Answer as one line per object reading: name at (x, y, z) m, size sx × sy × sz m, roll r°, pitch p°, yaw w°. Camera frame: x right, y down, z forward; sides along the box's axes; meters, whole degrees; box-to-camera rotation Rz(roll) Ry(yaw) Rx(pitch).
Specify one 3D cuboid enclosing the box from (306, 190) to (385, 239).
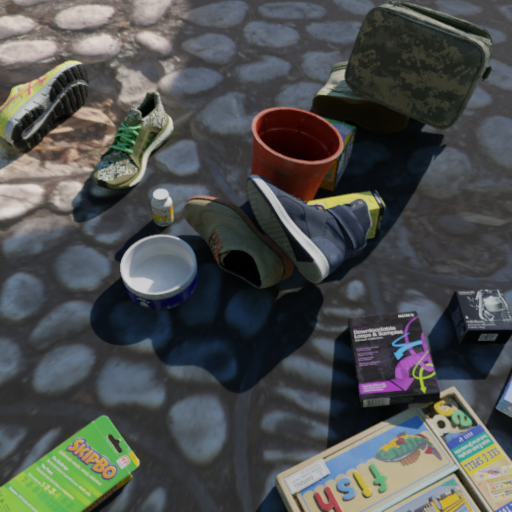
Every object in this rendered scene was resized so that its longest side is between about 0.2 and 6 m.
box at (1.387, -0.668, 11.383) m, size 2.337 × 0.879 × 0.586 m, roll -11°, pitch 47°, yaw -7°

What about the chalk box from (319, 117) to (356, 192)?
chalk box at (1.607, -2.433, 12.688) m, size 0.992 × 0.997 × 1.603 m, roll 19°, pitch 53°, yaw 14°

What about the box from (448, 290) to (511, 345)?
box at (4.084, 1.117, 10.203) m, size 0.884 × 0.548 × 0.869 m, roll -1°, pitch 50°, yaw -1°

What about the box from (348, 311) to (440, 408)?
box at (2.304, 1.725, 9.591) m, size 1.264 × 0.319 × 1.769 m, roll -7°, pitch 40°, yaw 5°

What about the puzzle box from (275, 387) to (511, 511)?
puzzle box at (2.250, 3.612, 8.314) m, size 3.374 × 0.429 × 2.245 m, roll -21°, pitch 56°, yaw -16°

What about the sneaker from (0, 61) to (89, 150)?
sneaker at (-5.352, -3.922, 13.765) m, size 1.345 × 1.164 × 2.978 m, roll 23°, pitch 56°, yaw 20°

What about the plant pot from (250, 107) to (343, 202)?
plant pot at (0.634, -1.766, 11.469) m, size 1.820 × 1.770 × 1.820 m, roll 8°, pitch 46°, yaw -8°

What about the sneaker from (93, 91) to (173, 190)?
sneaker at (-2.890, -2.715, 12.716) m, size 1.112 × 1.281 × 2.891 m, roll 15°, pitch 54°, yaw 12°

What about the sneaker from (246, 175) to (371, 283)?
sneaker at (1.044, -0.822, 10.525) m, size 1.732 × 0.911 × 2.397 m, roll -32°, pitch 74°, yaw -22°

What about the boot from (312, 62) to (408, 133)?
boot at (2.790, -4.062, 14.081) m, size 2.374 × 0.856 × 1.836 m, roll 17°, pitch 52°, yaw 13°

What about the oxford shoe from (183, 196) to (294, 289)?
oxford shoe at (-0.554, -0.321, 10.899) m, size 2.682 × 0.945 × 1.003 m, roll 33°, pitch 37°, yaw 24°

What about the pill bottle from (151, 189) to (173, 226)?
pill bottle at (-1.966, -1.014, 11.716) m, size 0.423 × 0.750 × 0.423 m, roll 1°, pitch 49°, yaw -1°

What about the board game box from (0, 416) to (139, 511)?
board game box at (-2.970, 3.519, 8.468) m, size 2.276 × 0.341 × 1.087 m, roll -35°, pitch 61°, yaw -21°

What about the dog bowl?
dog bowl at (-1.852, 0.317, 10.805) m, size 1.433 × 0.565 × 1.433 m, roll 0°, pitch 52°, yaw 0°

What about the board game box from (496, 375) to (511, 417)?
board game box at (5.464, 2.057, 9.513) m, size 1.883 × 0.456 × 2.490 m, roll 28°, pitch 58°, yaw 20°

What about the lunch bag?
lunch bag at (3.834, -4.591, 13.034) m, size 3.019 × 2.103 × 2.532 m, roll 28°, pitch 35°, yaw 15°
